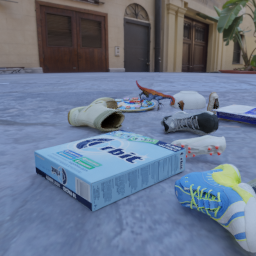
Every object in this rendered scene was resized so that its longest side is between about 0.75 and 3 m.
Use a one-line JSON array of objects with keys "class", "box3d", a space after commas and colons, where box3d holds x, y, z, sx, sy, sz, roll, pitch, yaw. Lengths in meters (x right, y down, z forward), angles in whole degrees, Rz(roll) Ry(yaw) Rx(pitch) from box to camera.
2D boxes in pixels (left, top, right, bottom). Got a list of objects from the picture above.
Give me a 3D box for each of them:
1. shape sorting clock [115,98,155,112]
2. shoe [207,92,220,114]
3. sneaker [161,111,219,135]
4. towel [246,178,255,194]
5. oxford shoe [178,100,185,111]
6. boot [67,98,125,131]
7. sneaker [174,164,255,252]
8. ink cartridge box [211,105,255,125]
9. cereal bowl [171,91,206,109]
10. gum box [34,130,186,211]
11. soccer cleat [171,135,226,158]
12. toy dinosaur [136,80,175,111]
[{"class": "shape sorting clock", "box3d": [0.185, -1.318, 15.248, 2.617, 0.513, 2.617, 0, 14, 0]}, {"class": "shoe", "box3d": [3.865, -1.003, 12.633, 0.494, 1.412, 0.377, -27, 50, -8]}, {"class": "sneaker", "box3d": [2.030, -0.095, 10.127, 1.346, 0.875, 2.331, -13, 9, -28]}, {"class": "towel", "box3d": [2.833, 1.316, 5.846, 0.837, 0.145, 0.806, -13, 16, -34]}, {"class": "oxford shoe", "box3d": [2.539, -1.031, 13.108, 0.290, 0.815, 0.291, -37, 63, -3]}, {"class": "boot", "box3d": [-0.854, -0.568, 11.478, 2.034, 0.948, 2.630, 11, 24, 39]}, {"class": "sneaker", "box3d": [1.424, 1.302, 4.719, 1.242, 0.895, 2.364, -10, 5, 12]}, {"class": "ink cartridge box", "box3d": [5.223, -0.540, 12.248, 2.377, 0.565, 2.405, 15, 22, 41]}, {"class": "cereal bowl", "box3d": [3.402, -1.635, 15.871, 2.007, 0.836, 2.007, -1, 15, 0]}, {"class": "gum box", "box3d": [-0.411, 0.788, 6.793, 2.821, 0.628, 2.397, -13, 19, -40]}, {"class": "soccer cleat", "box3d": [1.907, 0.476, 7.647, 1.493, 0.517, 0.579, -2, 33, 30]}, {"class": "toy dinosaur", "box3d": [1.496, -1.609, 14.520, 1.797, 1.981, 1.040, -12, 34, 7]}]
